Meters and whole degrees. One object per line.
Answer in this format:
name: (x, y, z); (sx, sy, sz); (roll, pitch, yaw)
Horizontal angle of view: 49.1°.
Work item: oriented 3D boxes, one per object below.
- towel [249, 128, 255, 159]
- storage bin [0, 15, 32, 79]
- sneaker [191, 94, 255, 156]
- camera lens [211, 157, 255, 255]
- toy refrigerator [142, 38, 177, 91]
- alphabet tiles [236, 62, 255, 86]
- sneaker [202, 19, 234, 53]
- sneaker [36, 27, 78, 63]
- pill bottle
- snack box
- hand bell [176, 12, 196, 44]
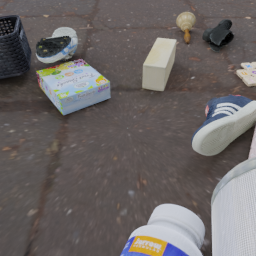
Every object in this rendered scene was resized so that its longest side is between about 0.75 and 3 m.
towel: (3.817, 0.294, 5.961); (2.202, 0.355, 2.103); (-8, 30, 36)
storage bin: (-4.644, -2.438, 8.806); (2.802, 1.314, 1.894); (-12, 40, -7)
sneaker: (2.144, -0.190, 6.786); (2.556, 0.958, 1.080); (-22, 44, -38)
camera lens: (2.141, 1.783, 3.313); (2.192, 2.192, 2.740); (8, 39, 9)
toy refrigerator: (1.031, -2.154, 9.222); (0.762, 0.827, 2.177); (11, 41, 13)
alphabet tiles: (4.626, -1.721, 9.236); (1.888, 0.138, 1.847); (-6, 39, -7)
sneaker: (3.888, -3.787, 11.416); (2.129, 0.639, 1.110); (-32, 49, -26)
sneaker: (-2.274, -2.621, 9.397); (1.060, 1.069, 2.949); (1, 29, 2)
pill bottle: (0.361, 2.095, 3.756); (1.174, 1.174, 2.095); (16, 43, 19)
snack box: (-1.630, -1.296, 8.325); (1.550, 0.622, 1.838); (-24, 47, -26)
hand bell: (2.485, -4.099, 11.872); (0.846, 0.846, 1.625); (3, 52, 4)
